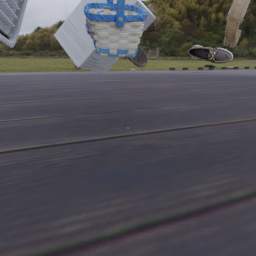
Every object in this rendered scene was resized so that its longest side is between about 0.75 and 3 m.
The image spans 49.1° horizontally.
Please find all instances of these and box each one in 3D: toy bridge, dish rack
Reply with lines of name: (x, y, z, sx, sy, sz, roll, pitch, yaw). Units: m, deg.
toy bridge: (2.555, -2.764, 6.382, 0.363, 0.895, 2.664, 22, -19, 17)
dish rack: (-1.928, -2.508, 4.483, 0.481, 2.211, 1.897, 15, 4, -13)

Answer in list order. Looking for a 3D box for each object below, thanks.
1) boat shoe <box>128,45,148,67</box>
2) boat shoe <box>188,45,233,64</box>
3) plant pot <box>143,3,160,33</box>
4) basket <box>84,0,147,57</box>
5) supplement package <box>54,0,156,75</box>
boat shoe: (-0.053, -3.396, 11.420, 0.813, 2.183, 0.800, -38, 19, -12)
boat shoe: (1.892, -1.697, 6.496, 1.007, 0.362, 0.300, 22, 33, 26)
plant pot: (0.673, -4.308, 11.287, 0.949, 1.094, 1.094, -18, 12, 7)
basket: (-0.300, -2.697, 6.342, 1.388, 1.995, 1.759, 1, 28, -11)
supplement package: (-0.774, -3.440, 9.514, 1.644, 2.802, 1.638, 53, 21, 16)
